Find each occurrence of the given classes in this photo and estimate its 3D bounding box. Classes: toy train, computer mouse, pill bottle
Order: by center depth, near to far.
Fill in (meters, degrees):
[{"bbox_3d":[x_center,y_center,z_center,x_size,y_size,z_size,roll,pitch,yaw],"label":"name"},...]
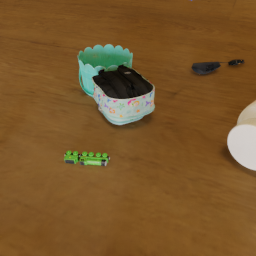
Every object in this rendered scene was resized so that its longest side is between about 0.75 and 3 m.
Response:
[{"bbox_3d":[-1.091,0.813,7.373,1.214,0.253,0.342,4,47,5],"label":"toy train"},{"bbox_3d":[3.984,-0.128,7.411,2.989,1.660,1.660,-29,46,-33],"label":"pill bottle"},{"bbox_3d":[3.847,-2.596,11.798,2.706,0.460,0.793,-10,14,-20],"label":"computer mouse"}]

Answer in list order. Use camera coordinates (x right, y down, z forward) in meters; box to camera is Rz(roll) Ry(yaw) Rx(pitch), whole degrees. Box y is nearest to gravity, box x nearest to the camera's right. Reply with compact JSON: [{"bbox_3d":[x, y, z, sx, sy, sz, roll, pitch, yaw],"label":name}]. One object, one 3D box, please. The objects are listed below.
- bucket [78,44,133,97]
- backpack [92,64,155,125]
[{"bbox_3d":[-0.815,-2.067,10.260,2.055,1.337,2.055,-1,37,1],"label":"bucket"},{"bbox_3d":[-0.106,-0.966,8.675,1.728,1.465,1.946,-17,33,-21],"label":"backpack"}]
